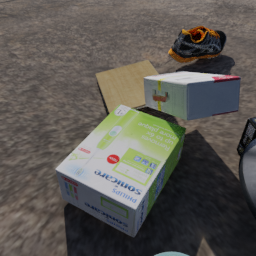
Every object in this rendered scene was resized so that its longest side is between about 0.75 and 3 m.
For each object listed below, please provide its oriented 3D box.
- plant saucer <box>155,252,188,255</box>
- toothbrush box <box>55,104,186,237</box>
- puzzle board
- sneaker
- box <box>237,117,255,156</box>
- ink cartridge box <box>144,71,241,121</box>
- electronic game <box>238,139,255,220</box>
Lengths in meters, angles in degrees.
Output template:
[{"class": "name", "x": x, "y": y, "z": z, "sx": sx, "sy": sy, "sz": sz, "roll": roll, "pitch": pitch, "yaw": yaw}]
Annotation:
[{"class": "plant saucer", "x": 0.785, "y": 2.626, "z": 3.692, "sx": 1.889, "sy": 0.259, "sz": 1.889, "roll": 16, "pitch": 51, "yaw": -21}, {"class": "toothbrush box", "x": -0.043, "y": 0.725, "z": 5.871, "sx": 1.716, "sy": 1.014, "sz": 2.357, "roll": 22, "pitch": 47, "yaw": 21}, {"class": "puzzle board", "x": 0.108, "y": -1.262, "z": 8.455, "sx": 1.855, "sy": 0.214, "sz": 2.462, "roll": -16, "pitch": 40, "yaw": -6}, {"class": "sneaker", "x": 2.646, "y": -3.086, "z": 9.879, "sx": 2.680, "sy": 1.035, "sz": 1.049, "roll": -26, "pitch": 59, "yaw": -31}, {"class": "box", "x": 3.098, "y": 0.238, "z": 6.412, "sx": 0.859, "sy": 1.049, "sz": 0.452, "roll": -9, "pitch": 43, "yaw": -8}, {"class": "ink cartridge box", "x": 1.399, "y": -0.823, "z": 6.552, "sx": 1.384, "sy": 0.795, "sz": 1.907, "roll": -11, "pitch": 18, "yaw": -21}, {"class": "electronic game", "x": 3.329, "y": 1.307, "z": 5.148, "sx": 2.848, "sy": 0.593, "sz": 2.848, "roll": 12, "pitch": 48, "yaw": -14}]
